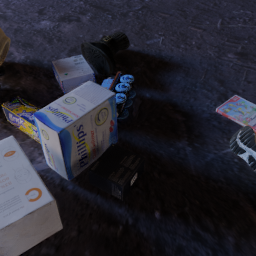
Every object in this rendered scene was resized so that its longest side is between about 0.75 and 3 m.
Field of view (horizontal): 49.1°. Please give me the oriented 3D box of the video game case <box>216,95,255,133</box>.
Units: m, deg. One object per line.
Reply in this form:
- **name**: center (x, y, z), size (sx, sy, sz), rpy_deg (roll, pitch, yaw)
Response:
- **video game case**: center (4.567, -0.524, 10.694), size (1.379, 0.168, 1.929), rpy_deg (-31, 50, -30)

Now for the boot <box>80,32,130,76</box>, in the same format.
- **boot**: center (-0.766, -3.684, 13.465), size (2.202, 1.108, 2.945), rpy_deg (-21, 46, -22)

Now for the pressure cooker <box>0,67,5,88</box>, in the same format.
- **pressure cooker**: center (-6.159, -2.131, 11.090), size (2.382, 2.128, 2.095), rpy_deg (-6, 56, -6)

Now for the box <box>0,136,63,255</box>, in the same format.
- **box**: center (-3.165, 1.745, 7.310), size (1.711, 1.341, 2.750), rpy_deg (-26, 48, -27)

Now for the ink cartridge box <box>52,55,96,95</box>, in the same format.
- **ink cartridge box**: center (-2.436, -2.454, 12.331), size (1.453, 0.813, 2.130), rpy_deg (-17, 47, -18)

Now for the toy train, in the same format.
- **toy train**: center (-0.560, -1.270, 10.894), size (1.421, 1.078, 2.486), rpy_deg (4, 42, 13)

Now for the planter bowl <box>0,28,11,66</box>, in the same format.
- **planter bowl**: center (-6.522, -3.833, 13.006), size (1.630, 2.422, 2.422), rpy_deg (23, 40, -16)

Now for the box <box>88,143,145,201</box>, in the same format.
- **box**: center (-0.315, 1.264, 8.337), size (1.187, 0.679, 1.303), rpy_deg (24, 47, 22)

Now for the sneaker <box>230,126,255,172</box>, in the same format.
- **sneaker**: center (4.057, 0.839, 8.794), size (1.078, 0.933, 2.387), rpy_deg (32, 25, -21)

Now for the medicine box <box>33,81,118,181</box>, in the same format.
- **medicine box**: center (-1.476, 0.059, 8.621), size (1.172, 2.074, 2.278), rpy_deg (28, 49, 28)

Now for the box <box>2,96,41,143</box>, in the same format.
- **box**: center (-3.448, -0.278, 9.947), size (2.275, 0.797, 0.731), rpy_deg (29, 49, 28)
